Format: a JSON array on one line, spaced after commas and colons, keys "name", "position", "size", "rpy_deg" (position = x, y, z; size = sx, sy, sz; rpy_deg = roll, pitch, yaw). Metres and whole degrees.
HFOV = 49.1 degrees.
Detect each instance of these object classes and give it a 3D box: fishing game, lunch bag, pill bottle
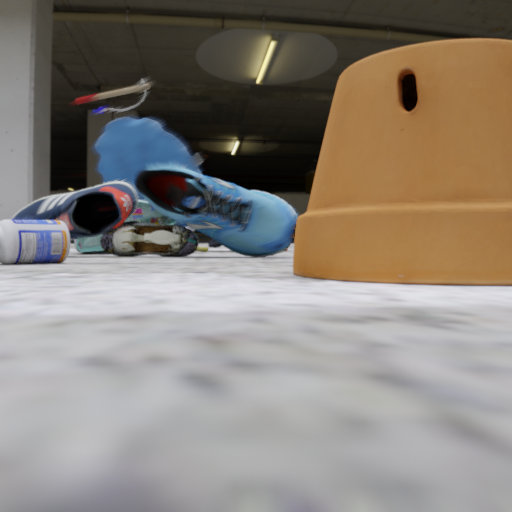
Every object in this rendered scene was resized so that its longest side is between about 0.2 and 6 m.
[{"name": "fishing game", "position": [-2.421, -1.949, 13.184], "size": [3.063, 4.278, 0.665], "rpy_deg": [0, 34, 33]}, {"name": "lunch bag", "position": [-2.922, -0.675, 12.316], "size": [2.126, 1.297, 1.811], "rpy_deg": [-7, 3, -20]}, {"name": "pill bottle", "position": [-2.845, -0.165, 6.835], "size": [0.989, 0.554, 0.554], "rpy_deg": [-2, 3, -42]}]

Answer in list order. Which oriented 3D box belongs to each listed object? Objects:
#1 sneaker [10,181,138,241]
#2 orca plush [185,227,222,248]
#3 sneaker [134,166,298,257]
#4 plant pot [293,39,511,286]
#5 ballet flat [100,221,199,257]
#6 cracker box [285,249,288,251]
[{"name": "sneaker", "position": [-3.328, -0.620, 9.743], "size": [2.507, 0.940, 1.059], "rpy_deg": [-22, 18, 4]}, {"name": "orca plush", "position": [-0.773, -0.804, 14.642], "size": [1.133, 1.677, 3.187], "rpy_deg": [16, -29, -35]}, {"name": "sneaker", "position": [-0.761, -0.755, 9.383], "size": [2.985, 1.170, 1.343], "rpy_deg": [18, 4, 15]}, {"name": "plant pot", "position": [1.528, -0.689, 4.737], "size": [2.467, 1.727, 2.467], "rpy_deg": [-1, 1, 0]}, {"name": "ballet flat", "position": [-1.961, -0.312, 9.798], "size": [1.861, 0.669, 0.669], "rpy_deg": [1, 2, 12]}, {"name": "cracker box", "position": [0.320, -0.338, 15.087], "size": [1.005, 0.433, 1.501], "rpy_deg": [0, 2, 0]}]
